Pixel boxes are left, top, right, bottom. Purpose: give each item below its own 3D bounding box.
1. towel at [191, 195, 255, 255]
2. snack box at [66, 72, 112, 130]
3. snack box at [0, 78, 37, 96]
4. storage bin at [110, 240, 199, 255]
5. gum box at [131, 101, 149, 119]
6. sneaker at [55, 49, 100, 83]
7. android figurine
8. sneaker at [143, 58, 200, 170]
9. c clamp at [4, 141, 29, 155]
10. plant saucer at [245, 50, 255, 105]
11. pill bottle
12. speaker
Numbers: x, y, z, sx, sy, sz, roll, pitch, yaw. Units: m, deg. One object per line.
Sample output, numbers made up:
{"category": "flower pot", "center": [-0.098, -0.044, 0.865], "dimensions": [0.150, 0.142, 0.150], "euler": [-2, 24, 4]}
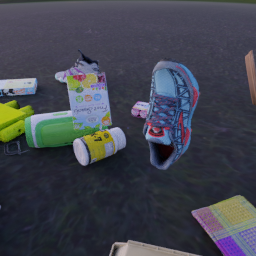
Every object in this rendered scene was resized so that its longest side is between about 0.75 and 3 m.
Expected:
{"category": "towel", "center": [2.594, 2.405, 6.234], "dimensions": [1.546, 0.245, 2.153], "euler": [-11, 33, -19]}
{"category": "snack box", "center": [-1.078, -0.759, 7.849], "dimensions": [1.066, 1.499, 0.397], "euler": [-8, 8, -7]}
{"category": "snack box", "center": [-5.468, -1.943, 13.348], "dimensions": [2.069, 0.384, 1.202], "euler": [-5, 31, -8]}
{"category": "storage bin", "center": [0.474, 3.065, 4.447], "dimensions": [2.019, 0.953, 2.034], "euler": [7, 32, 13]}
{"category": "gum box", "center": [0.756, -0.692, 11.260], "dimensions": [1.154, 0.382, 0.655], "euler": [13, 33, 20]}
{"category": "sneaker", "center": [-2.551, -3.124, 14.077], "dimensions": [2.376, 1.662, 0.924], "euler": [2, 31, 4]}
{"category": "android figurine", "center": [-4.987, -0.209, 10.250], "dimensions": [2.655, 0.599, 2.916], "euler": [18, 34, 27]}
{"category": "sneaker", "center": [0.861, -0.163, 5.875], "dimensions": [0.992, 2.501, 1.195], "euler": [10, 35, 28]}
{"category": "c clamp", "center": [-3.722, 0.665, 9.287], "dimensions": [0.741, 0.117, 0.867], "euler": [-20, 37, -21]}
{"category": "plant saucer", "center": [3.387, -1.300, 7.560], "dimensions": [0.230, 1.561, 1.561], "euler": [-9, 25, 27]}
{"category": "pill bottle", "center": [-0.866, 0.531, 8.766], "dimensions": [1.492, 0.853, 0.853], "euler": [-20, 36, -30]}
{"category": "speaker", "center": [-2.031, -0.016, 9.415], "dimensions": [2.590, 1.145, 1.145], "euler": [-8, 32, -13]}
